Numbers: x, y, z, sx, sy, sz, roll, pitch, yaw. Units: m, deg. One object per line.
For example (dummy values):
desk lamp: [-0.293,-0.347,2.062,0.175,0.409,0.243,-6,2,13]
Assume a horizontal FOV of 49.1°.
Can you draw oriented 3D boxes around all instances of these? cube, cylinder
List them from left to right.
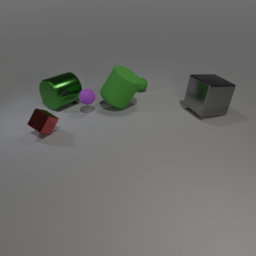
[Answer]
cube: [-3.186,-0.246,10.540,0.700,0.700,0.700,31,6,18]
cylinder: [-3.049,-1.699,12.754,1.400,1.400,1.400,23,37,34]
cylinder: [-0.326,-1.826,12.467,1.400,1.400,1.400,27,28,-16]
cube: [3.472,-1.432,12.093,1.400,1.400,1.400,-6,31,-24]

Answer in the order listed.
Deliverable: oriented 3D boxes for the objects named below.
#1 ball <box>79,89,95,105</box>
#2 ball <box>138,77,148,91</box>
ball: [-1.753,-1.338,11.991,0.700,0.700,0.700,0,30,0]
ball: [0.655,-2.251,14.422,0.700,0.700,0.700,0,30,0]
